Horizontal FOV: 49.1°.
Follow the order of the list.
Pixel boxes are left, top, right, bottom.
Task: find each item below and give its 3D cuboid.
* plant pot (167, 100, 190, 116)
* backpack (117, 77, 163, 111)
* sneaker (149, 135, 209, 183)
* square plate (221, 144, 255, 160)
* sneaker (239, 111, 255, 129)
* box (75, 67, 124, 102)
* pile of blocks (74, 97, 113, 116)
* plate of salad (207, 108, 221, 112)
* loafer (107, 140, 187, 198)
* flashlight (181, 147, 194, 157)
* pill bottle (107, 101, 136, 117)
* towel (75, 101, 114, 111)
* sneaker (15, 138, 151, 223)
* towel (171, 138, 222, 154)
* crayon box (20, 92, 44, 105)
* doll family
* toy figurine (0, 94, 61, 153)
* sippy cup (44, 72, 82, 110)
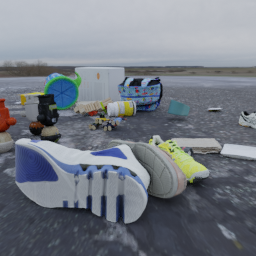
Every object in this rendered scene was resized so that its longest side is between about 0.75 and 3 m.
[{"bbox_3d":[2.337,-0.864,12.766,0.902,0.637,0.638,16,5,13],"label":"plant pot"},{"bbox_3d":[0.627,-1.821,15.034,2.392,1.763,2.621,2,13,10],"label":"backpack"},{"bbox_3d":[1.062,0.729,6.727,0.760,0.770,2.015,-8,16,-35],"label":"sneaker"},{"bbox_3d":[3.279,0.704,8.143,1.018,0.146,1.028,7,15,24],"label":"square plate"},{"bbox_3d":[5.183,-0.320,11.280,0.566,0.656,1.497,-9,18,-39],"label":"sneaker"},{"bbox_3d":[-1.785,-2.716,17.754,2.900,2.208,1.542,10,17,36],"label":"box"},{"bbox_3d":[-1.593,-0.867,13.939,2.094,0.860,0.651,-15,61,-19],"label":"pile of blocks"},{"bbox_3d":[4.633,-0.968,14.924,0.761,0.183,0.761,-3,3,0],"label":"plate of salad"},{"bbox_3d":[0.462,0.763,6.363,0.865,0.989,2.751,0,9,-31],"label":"loafer"},{"bbox_3d":[1.302,0.635,7.980,1.096,0.371,0.372,12,31,40],"label":"flashlight"},{"bbox_3d":[-0.317,-0.930,13.618,1.286,0.735,0.735,-5,14,-17],"label":"pill bottle"},{"bbox_3d":[-1.738,-1.206,15.498,2.317,0.399,1.535,-4,16,-17],"label":"towel"},{"bbox_3d":[-0.749,0.906,5.659,2.807,1.134,1.621,12,13,19],"label":"sneaker"},{"bbox_3d":[2.055,0.541,8.622,1.473,0.254,0.976,1,13,7],"label":"towel"},{"bbox_3d":[-5.362,-1.741,17.098,2.505,0.636,1.590,10,17,32],"label":"crayon box"},{"bbox_3d":[-0.809,-0.237,11.221,1.534,0.602,0.887,9,11,13],"label":"doll family"},{"bbox_3d":[-3.545,-0.221,9.179,2.362,1.643,2.325,-11,12,-34],"label":"toy figurine"},{"bbox_3d":[-3.846,-2.195,15.580,2.420,1.900,1.774,-4,28,-25],"label":"sippy cup"}]
